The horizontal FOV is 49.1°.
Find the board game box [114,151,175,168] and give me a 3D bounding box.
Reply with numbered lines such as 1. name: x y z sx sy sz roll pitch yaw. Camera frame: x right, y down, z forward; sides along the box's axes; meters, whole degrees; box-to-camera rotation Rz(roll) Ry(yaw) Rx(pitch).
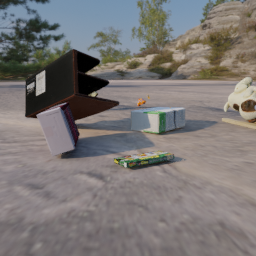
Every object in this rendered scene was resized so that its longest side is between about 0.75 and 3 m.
1. board game box: 0.251 0.475 4.352 0.844 0.099 0.442 -7 9 -28

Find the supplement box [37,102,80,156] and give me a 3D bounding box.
1. supplement box: -1.207 -0.032 5.067 0.409 0.731 1.344 -18 10 -2

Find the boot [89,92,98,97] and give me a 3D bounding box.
1. boot: -1.648 -1.174 9.793 1.016 0.786 0.366 -37 3 11

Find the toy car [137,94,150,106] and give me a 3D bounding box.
1. toy car: 0.569 -1.110 10.927 0.389 0.264 0.792 -21 16 27

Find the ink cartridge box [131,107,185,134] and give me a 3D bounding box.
1. ink cartridge box: 0.752 -0.220 6.797 0.840 0.484 1.151 7 13 43

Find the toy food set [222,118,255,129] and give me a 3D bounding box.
1. toy food set: 4.119 -0.418 7.679 2.682 0.538 1.852 -5 13 -24

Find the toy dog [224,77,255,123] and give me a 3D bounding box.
1. toy dog: 2.901 -0.623 6.830 1.055 0.759 1.088 -22 27 14

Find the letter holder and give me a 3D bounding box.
1. letter holder: -1.294 -0.845 6.579 1.968 0.990 1.399 -15 -16 41
